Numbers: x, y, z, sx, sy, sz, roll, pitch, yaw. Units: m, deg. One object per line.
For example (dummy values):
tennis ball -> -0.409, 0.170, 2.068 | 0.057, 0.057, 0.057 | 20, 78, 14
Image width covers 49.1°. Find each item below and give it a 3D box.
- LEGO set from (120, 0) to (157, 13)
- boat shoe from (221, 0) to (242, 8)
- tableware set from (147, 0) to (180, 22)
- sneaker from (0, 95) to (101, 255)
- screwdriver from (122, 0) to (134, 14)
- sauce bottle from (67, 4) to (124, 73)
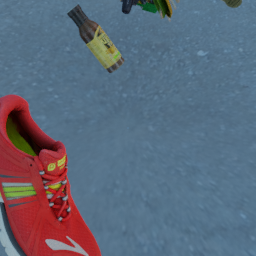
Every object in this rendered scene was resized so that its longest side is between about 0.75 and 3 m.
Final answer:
LEGO set -> 0.434, -4.654, 8.835 | 2.046, 1.574, 1.186 | -6, 62, -28
boat shoe -> 2.169, -2.939, 6.170 | 0.856, 0.320, 0.293 | 11, 53, -30
tableware set -> 0.630, -3.780, 7.158 | 0.429, 2.795, 1.883 | -27, 95, 6
sneaker -> -1.217, 0.795, 3.865 | 2.890, 1.227, 1.113 | 54, 27, 7
screwdriver -> 0.105, -3.576, 6.646 | 0.264, 0.253, 1.815 | 6, 83, 19
sauce bottle -> -0.612, -1.682, 5.322 | 0.439, 1.355, 0.439 | -32, 27, 18
